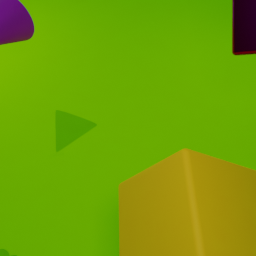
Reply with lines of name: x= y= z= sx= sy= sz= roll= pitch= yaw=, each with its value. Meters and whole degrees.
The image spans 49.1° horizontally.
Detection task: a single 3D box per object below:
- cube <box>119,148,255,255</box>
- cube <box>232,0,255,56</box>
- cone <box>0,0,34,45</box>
cube: x=0.798 y=1.234 z=3.430 sx=1.348 sy=1.348 sz=1.348 roll=18 pitch=54 yaw=-30
cube: x=2.314 y=-1.773 z=4.017 sx=1.280 sy=1.280 sz=1.280 roll=5 pitch=18 yaw=35
cone: x=-2.673 y=-1.896 z=5.523 sx=1.153 sy=1.153 sz=1.157 roll=17 pitch=56 yaw=11
